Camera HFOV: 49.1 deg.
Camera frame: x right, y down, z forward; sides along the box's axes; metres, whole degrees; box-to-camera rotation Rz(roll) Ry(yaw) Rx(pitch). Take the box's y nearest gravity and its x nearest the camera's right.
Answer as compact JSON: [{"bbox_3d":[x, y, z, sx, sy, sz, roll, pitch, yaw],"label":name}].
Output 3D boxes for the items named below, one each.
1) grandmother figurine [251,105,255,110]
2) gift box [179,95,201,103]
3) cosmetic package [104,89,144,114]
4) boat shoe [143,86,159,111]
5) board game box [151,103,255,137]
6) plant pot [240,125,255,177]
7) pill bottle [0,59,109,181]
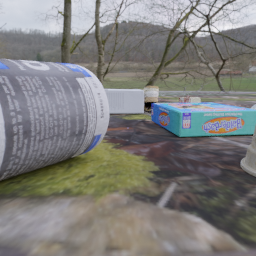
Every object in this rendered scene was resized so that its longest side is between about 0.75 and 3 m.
[{"bbox_3d":[4.320,-0.378,8.119,2.724,0.825,1.652,-11,-14,-37],"label":"grandmother figurine"},{"bbox_3d":[2.699,-1.093,12.409,0.748,0.801,0.739,-8,7,-33],"label":"gift box"},{"bbox_3d":[-0.834,-1.152,11.906,2.872,1.063,1.460,-2,9,-8],"label":"cosmetic package"},{"bbox_3d":[0.886,-1.178,12.826,0.866,0.812,2.348,0,-12,-4],"label":"boat shoe"},{"bbox_3d":[2.005,-0.322,7.921,2.123,0.628,2.792,-1,9,-8],"label":"board game box"},{"bbox_3d":[2.480,-0.112,3.879,1.631,1.493,1.631,0,9,0],"label":"plant pot"},{"bbox_3d":[-1.610,-0.126,3.647,1.542,1.542,2.710,5,11,31],"label":"pill bottle"}]
